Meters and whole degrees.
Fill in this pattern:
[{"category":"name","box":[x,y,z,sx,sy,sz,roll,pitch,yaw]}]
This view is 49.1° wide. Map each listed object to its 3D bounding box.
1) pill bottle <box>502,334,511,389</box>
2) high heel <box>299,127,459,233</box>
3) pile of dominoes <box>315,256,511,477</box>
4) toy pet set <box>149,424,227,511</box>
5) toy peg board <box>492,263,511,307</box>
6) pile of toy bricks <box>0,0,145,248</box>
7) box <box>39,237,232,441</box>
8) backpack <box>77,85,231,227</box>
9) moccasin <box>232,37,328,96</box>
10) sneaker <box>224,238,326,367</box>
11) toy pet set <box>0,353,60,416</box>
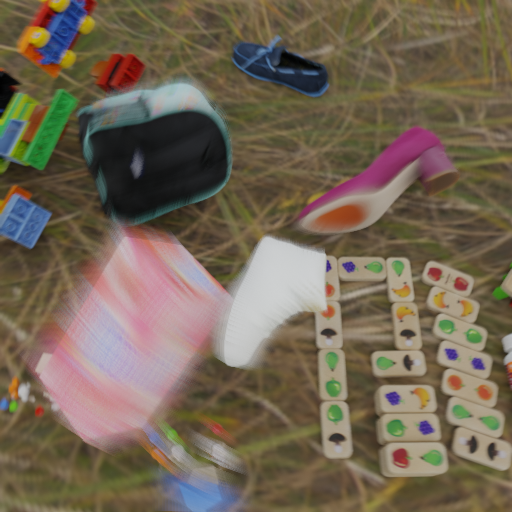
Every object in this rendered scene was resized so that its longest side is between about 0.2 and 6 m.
[{"category":"pill bottle","box":[4.190,1.810,8.506,0.672,0.672,1.227,-4,63,-2]},{"category":"high heel","box":[1.972,-1.351,9.885,2.880,0.971,1.385,-17,52,-6]},{"category":"pile of dominoes","box":[2.359,1.510,8.718,2.779,0.568,3.565,-1,64,0]},{"category":"toy pet set","box":[-0.843,2.696,7.015,0.990,0.526,0.925,-12,103,13]},{"category":"toy peg board","box":[4.756,0.510,9.277,1.367,0.672,1.373,40,70,1]},{"category":"pile of toy bricks","box":[-4.209,-2.400,10.055,2.293,2.577,4.645,19,79,40]},{"category":"box","box":[-1.503,1.022,6.946,1.159,1.069,2.259,43,107,27]},{"category":"backpack","box":[-1.620,-1.784,9.355,2.270,1.995,1.740,-15,38,-6]},{"category":"moccasin","box":[0.525,-4.001,11.404,2.118,0.722,0.852,20,65,10]},{"category":"sneaker","box":[0.314,0.603,6.755,1.008,0.643,1.745,13,63,17]},{"category":"toy pet set","box":[-3.195,2.006,8.562,1.046,0.556,0.977,-2,57,36]}]
